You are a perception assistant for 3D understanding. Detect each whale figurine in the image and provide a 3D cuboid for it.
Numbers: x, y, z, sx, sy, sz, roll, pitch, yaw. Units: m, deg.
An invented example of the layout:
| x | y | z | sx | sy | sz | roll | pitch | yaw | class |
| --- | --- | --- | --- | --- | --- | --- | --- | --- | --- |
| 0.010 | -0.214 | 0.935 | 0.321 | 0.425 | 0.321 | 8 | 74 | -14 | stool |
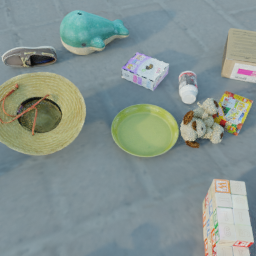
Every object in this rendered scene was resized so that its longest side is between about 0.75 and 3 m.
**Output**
| x | y | z | sx | sy | sz | roll | pitch | yaw | class |
| --- | --- | --- | --- | --- | --- | --- | --- | --- | --- |
| -1.349 | -3.990 | 11.168 | 2.728 | 1.415 | 2.170 | -14 | 53 | -11 | whale figurine |

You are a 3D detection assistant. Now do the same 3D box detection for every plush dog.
| x | y | z | sx | sy | sz | roll | pitch | yaw | class |
| --- | --- | --- | --- | --- | --- | --- | --- | --- | --- |
| 2.041 | -0.098 | 8.347 | 1.219 | 1.419 | 1.139 | -28 | 23 | -32 | plush dog |

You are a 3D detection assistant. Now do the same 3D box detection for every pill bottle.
| x | y | z | sx | sy | sz | roll | pitch | yaw | class |
| --- | --- | --- | --- | --- | --- | --- | --- | --- | --- |
| 2.065 | -1.382 | 9.604 | 0.614 | 0.614 | 1.108 | 4 | 52 | 3 | pill bottle |

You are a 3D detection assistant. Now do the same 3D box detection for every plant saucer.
| x | y | z | sx | sy | sz | roll | pitch | yaw | class |
| --- | --- | --- | --- | --- | --- | --- | --- | --- | --- |
| 0.514 | 0.102 | 8.611 | 2.044 | 0.318 | 2.044 | 0 | 51 | 0 | plant saucer |

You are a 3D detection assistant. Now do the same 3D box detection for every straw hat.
| x | y | z | sx | sy | sz | roll | pitch | yaw | class |
| --- | --- | --- | --- | --- | --- | --- | --- | --- | --- |
| -2.576 | -0.315 | 8.305 | 2.679 | 1.134 | 2.679 | 2 | 71 | -6 | straw hat |

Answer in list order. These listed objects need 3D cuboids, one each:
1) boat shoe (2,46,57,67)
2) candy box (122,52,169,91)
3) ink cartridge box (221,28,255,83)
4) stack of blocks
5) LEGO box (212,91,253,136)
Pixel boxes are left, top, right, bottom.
| x | y | z | sx | sy | sz | roll | pitch | yaw | class |
| --- | --- | --- | --- | --- | --- | --- | --- | --- | --- |
| -3.686 | -2.621 | 10.555 | 1.986 | 0.713 | 0.591 | -11 | 49 | -16 | boat shoe |
| 0.633 | -2.089 | 10.246 | 1.364 | 0.488 | 1.144 | 27 | 56 | 20 | candy box |
| 4.845 | -2.629 | 10.390 | 2.471 | 0.928 | 2.036 | 13 | 54 | 10 | ink cartridge box |
| 2.133 | 2.466 | 6.060 | 0.682 | 1.340 | 2.327 | 5 | 52 | 4 | stack of blocks |
| 3.299 | -0.491 | 8.966 | 0.943 | 0.489 | 1.266 | 25 | 55 | 19 | LEGO box |
